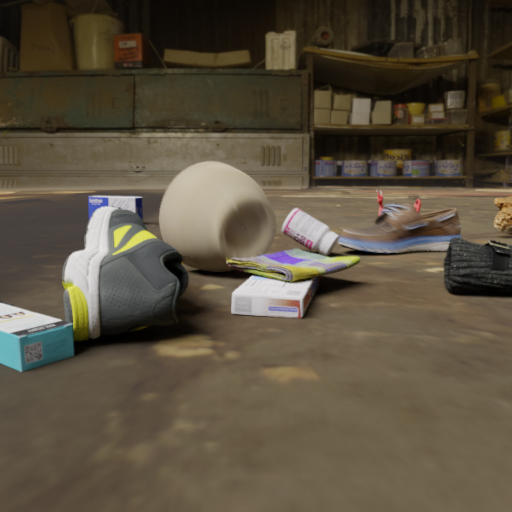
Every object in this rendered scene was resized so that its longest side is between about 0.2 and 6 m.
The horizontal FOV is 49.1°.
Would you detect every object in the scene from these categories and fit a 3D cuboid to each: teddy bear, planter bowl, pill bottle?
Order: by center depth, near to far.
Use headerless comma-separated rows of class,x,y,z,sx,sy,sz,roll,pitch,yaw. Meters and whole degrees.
planter bowl,-0.447,-0.511,8.807,1.794,1.794,1.207,-6,18,-34
pill bottle,1.048,-0.437,10.787,1.001,0.568,0.568,32,19,15
teddy bear,6.750,-0.728,13.393,1.932,0.890,2.665,-12,21,-24

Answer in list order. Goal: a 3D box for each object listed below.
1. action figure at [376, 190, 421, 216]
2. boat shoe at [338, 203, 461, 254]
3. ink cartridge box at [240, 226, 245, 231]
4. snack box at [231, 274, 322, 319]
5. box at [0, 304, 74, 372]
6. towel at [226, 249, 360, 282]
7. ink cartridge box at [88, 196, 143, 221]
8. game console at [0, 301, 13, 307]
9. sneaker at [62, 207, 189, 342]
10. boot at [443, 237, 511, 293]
action figure,3.637,-0.972,13.312,0.839,1.273,2.572,7,14,42
boat shoe,2.907,-0.583,11.374,2.670,0.966,0.964,-3,8,-19
ink cartridge box,-0.774,-0.733,14.348,0.852,0.361,0.616,6,10,23
snack box,0.360,0.392,7.480,0.835,0.283,2.324,2,9,12
box,-2.312,0.729,5.239,1.304,0.320,0.536,7,11,38
towel,0.542,0.097,7.809,1.196,0.190,1.665,9,12,43
ink cartridge box,-4.267,-1.378,16.944,1.757,0.826,0.388,4,9,25
game console,-3.586,0.349,6.409,1.211,0.716,1.033,6,12,31
sneaker,-1.401,0.206,6.511,1.223,1.076,2.890,4,21,-8
boot,3.461,0.072,8.012,1.484,0.747,1.984,3,10,18
